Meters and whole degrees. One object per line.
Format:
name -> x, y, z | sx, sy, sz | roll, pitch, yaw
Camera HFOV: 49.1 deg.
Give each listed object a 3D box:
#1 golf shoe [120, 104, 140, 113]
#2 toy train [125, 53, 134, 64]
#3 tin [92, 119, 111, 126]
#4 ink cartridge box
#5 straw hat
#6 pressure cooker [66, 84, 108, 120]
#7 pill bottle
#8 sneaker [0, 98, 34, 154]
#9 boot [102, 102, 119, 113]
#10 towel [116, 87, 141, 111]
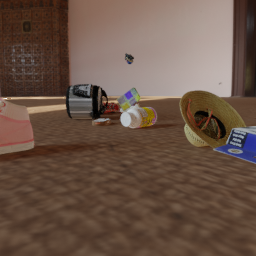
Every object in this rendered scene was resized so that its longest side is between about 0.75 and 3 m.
golf shoe -> 0.117, -1.048, 15.001 | 1.299, 0.595, 0.489 | 3, 10, 33
toy train -> 0.028, -2.760, 11.161 | 0.244, 0.327, 1.430 | 14, 17, -11
tin -> -1.009, -0.228, 10.757 | 0.566, 0.212, 1.011 | 6, 9, 12
ink cartridge box -> 3.102, 0.360, 5.383 | 2.053, 0.417, 2.049 | -6, 15, -35
straw hat -> 1.813, 0.021, 6.606 | 1.919, 1.919, 0.812 | -6, -32, -35
pressure cooker -> -1.773, -1.175, 12.506 | 1.760, 1.548, 1.572 | 1, 6, 1
pill bottle -> 0.375, -0.362, 9.881 | 0.695, 0.695, 1.333 | 8, 12, 43
sneaker -> -3.051, -0.004, 5.703 | 0.879, 1.220, 2.335 | 10, 14, 40
boot -> -1.335, -1.128, 14.934 | 1.636, 0.821, 2.268 | 2, 5, 1
towel -> 0.027, -1.215, 11.804 | 0.955, 0.686, 0.109 | -33, -24, 13
